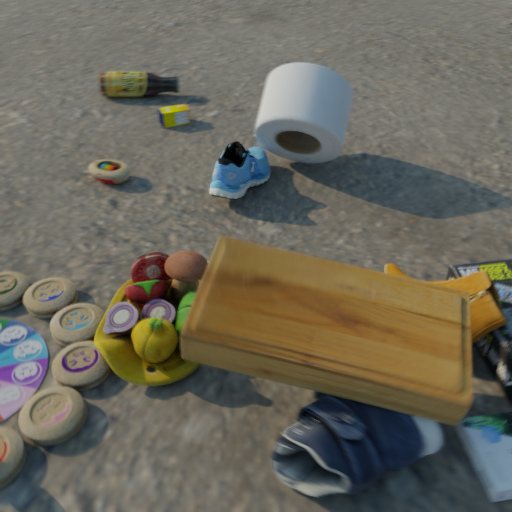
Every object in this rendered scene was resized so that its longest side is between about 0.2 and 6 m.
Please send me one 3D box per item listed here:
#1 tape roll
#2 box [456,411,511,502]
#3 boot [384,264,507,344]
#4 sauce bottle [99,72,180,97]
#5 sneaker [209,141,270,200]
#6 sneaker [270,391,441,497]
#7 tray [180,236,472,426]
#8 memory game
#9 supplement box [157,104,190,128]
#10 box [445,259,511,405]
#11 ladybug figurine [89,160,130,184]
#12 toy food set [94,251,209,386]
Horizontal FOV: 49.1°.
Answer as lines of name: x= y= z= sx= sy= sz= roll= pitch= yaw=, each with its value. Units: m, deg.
tape roll: x=0.977 y=-2.867 z=11.480 sx=1.846 sy=1.846 sz=1.268 roll=9 pitch=74 yaw=11
box: x=3.176 y=2.269 z=6.535 sx=1.342 sy=0.244 sz=0.969 roll=-5 pitch=39 yaw=-8
boot: x=2.669 y=0.524 z=7.965 sx=1.289 sy=0.634 sz=1.801 roll=-36 pitch=44 yaw=20
sauce bottle: x=-3.086 y=-4.567 z=14.888 sx=2.068 sy=0.683 sz=0.683 roll=-2 pitch=38 yaw=-1
sneaker: x=-0.236 y=-1.852 z=11.143 sx=0.806 sy=0.925 sz=2.057 roll=13 pitch=30 yaw=16
sneaker: x=0.710 y=1.670 z=6.723 sx=1.788 sy=0.941 sz=2.474 roll=-19 pitch=43 yaw=-26
tray: x=0.859 y=0.790 z=6.593 sx=3.151 sy=0.583 sz=1.554 roll=12 pitch=48 yaw=7
memory game: x=-3.937 y=1.510 z=7.489 sx=3.996 sy=0.255 sz=3.996 roll=0 pitch=38 yaw=0
supplement box: x=-2.004 y=-3.404 z=13.637 sx=0.702 sy=0.382 sz=0.384 roll=-14 pitch=40 yaw=-17
box: x=4.449 y=0.904 z=7.968 sx=2.796 sy=0.619 sz=2.240 roll=-6 pitch=38 yaw=-7
ladybug figurine: x=-3.017 y=-1.712 z=11.521 sx=0.935 sy=0.336 sz=0.634 roll=17 pitch=41 yaw=21
toy food set: x=-1.330 y=0.545 z=8.084 sx=1.590 sy=0.883 sz=2.702 roll=10 pitch=39 yaw=1
